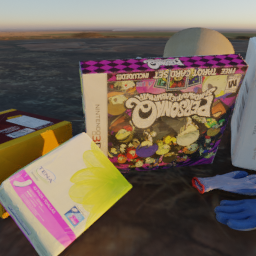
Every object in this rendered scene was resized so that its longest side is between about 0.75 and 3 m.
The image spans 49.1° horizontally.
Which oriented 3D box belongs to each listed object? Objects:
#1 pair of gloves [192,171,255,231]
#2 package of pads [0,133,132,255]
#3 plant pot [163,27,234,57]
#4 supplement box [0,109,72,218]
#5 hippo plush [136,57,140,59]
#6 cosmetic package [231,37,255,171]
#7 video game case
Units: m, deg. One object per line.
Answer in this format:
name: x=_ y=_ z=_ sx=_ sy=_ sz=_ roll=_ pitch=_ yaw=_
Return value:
pair of gloves: x=2.196 y=1.270 z=4.978 sx=1.731 sy=0.245 sz=2.153 roll=-2 pitch=15 yaw=-5
package of pads: x=-0.941 y=0.946 z=4.300 sx=1.287 sy=0.568 sz=1.666 roll=49 pitch=50 yaw=9
plant pot: x=2.070 y=-1.488 z=9.222 sx=2.444 sy=2.444 sz=2.610 roll=8 pitch=56 yaw=20
supplement box: x=-2.425 y=0.536 z=5.656 sx=1.871 sy=1.242 sz=1.845 roll=12 pitch=22 yaw=28
hippo plush: x=0.038 y=-1.891 z=10.290 sx=1.693 sy=1.708 sz=2.125 roll=56 pitch=29 yaw=12
cosmetic package: x=4.010 y=-0.464 z=6.137 sx=2.944 sy=2.463 sz=2.448 roll=11 pitch=28 yaw=15
video game case: x=0.571 y=-0.148 z=5.527 sx=2.873 sy=2.604 sz=0.514 roll=-4 pitch=43 yaw=-9
